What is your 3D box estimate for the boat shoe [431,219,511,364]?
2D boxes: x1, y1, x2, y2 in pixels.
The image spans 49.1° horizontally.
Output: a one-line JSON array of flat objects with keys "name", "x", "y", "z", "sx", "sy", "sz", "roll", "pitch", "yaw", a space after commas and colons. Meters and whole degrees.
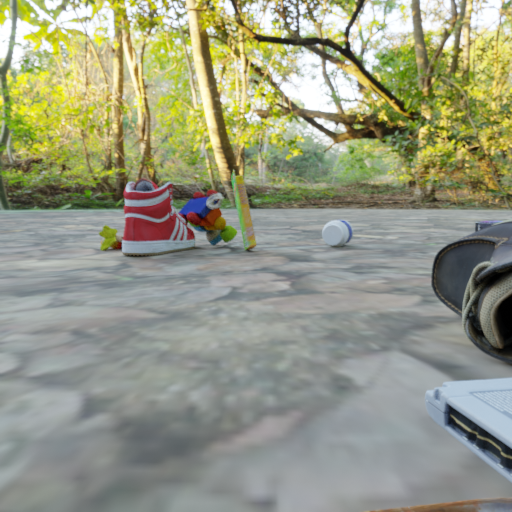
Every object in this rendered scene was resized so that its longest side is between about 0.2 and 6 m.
[{"name": "boat shoe", "x": 1.525, "y": 0.185, "z": 3.033, "sx": 0.778, "sy": 0.791, "sz": 2.123, "roll": -2, "pitch": 5, "yaw": -16}]

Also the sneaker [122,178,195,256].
[{"name": "sneaker", "x": -1.554, "y": -0.671, "z": 9.311, "sx": 0.757, "sy": 1.195, "sz": 2.124, "roll": 2, "pitch": 6, "yaw": 14}]

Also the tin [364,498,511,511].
[{"name": "tin", "x": 0.329, "y": 0.682, "z": 0.948, "sx": 1.098, "sy": 0.230, "sz": 0.615, "roll": -1, "pitch": 2, "yaw": -9}]

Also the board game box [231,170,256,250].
[{"name": "board game box", "x": -0.218, "y": -0.754, "z": 9.279, "sx": 0.193, "sy": 1.289, "sz": 0.616, "roll": -13, "pitch": -2, "yaw": -7}]

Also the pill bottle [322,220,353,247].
[{"name": "pill bottle", "x": 1.483, "y": -0.410, "z": 10.292, "sx": 0.488, "sy": 0.488, "sz": 0.816, "roll": 2, "pitch": 6, "yaw": 19}]

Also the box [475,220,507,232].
[{"name": "box", "x": 6.315, "y": -0.624, "z": 12.941, "sx": 2.174, "sy": 0.392, "sz": 1.554, "roll": -3, "pitch": 6, "yaw": -40}]

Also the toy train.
[{"name": "toy train", "x": -0.690, "y": -0.618, "z": 9.962, "sx": 0.702, "sy": 0.960, "sz": 1.659, "roll": -51, "pitch": 25, "yaw": -19}]

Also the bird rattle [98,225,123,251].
[{"name": "bird rattle", "x": -2.351, "y": -0.277, "z": 9.655, "sx": 0.768, "sy": 0.433, "sz": 0.626, "roll": -1, "pitch": -11, "yaw": -36}]

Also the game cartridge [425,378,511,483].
[{"name": "game cartridge", "x": 1.027, "y": 0.613, "z": 1.895, "sx": 0.567, "sy": 0.172, "sz": 0.850, "roll": -4, "pitch": 7, "yaw": -9}]
